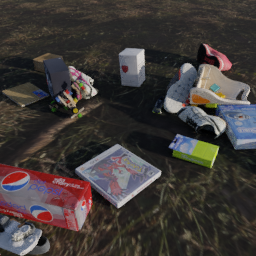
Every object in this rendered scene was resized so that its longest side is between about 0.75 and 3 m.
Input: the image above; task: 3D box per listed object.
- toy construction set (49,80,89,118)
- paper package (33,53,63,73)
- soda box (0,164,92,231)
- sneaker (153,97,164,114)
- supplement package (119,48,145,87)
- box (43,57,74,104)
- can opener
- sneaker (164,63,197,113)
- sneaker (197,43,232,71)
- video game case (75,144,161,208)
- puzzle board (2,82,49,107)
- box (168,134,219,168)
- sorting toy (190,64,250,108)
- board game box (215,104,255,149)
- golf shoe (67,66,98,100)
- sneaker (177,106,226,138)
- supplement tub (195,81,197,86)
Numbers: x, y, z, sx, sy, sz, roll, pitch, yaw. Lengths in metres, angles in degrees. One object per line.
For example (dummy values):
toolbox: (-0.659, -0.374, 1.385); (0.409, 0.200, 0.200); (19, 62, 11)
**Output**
toy construction set: (-2.290, -1.122, 12.083); (1.659, 1.275, 1.384); (-46, 9, -26)
paper package: (-4.542, -3.713, 16.009); (1.211, 0.657, 1.271); (19, 40, 24)
soda box: (-2.560, 1.882, 7.787); (2.985, 0.946, 1.045); (10, 37, 12)
sneaker: (1.345, -1.004, 12.313); (0.400, 0.438, 1.082); (12, 39, 10)
supplement package: (0.226, -3.064, 14.165); (1.001, 1.650, 0.988); (10, 36, 22)
box: (-3.269, -2.228, 13.099); (0.896, 1.567, 1.721); (-15, 37, -20)
can opener: (-3.224, 2.629, 6.967); (2.705, 0.899, 0.712); (7, 33, 25)
sneaker: (2.303, -1.689, 13.025); (1.143, 1.214, 2.966); (39, 57, -11)
sneaker: (5.032, -4.058, 16.451); (1.206, 1.025, 2.781); (0, 39, -20)
video game case: (-0.333, 1.423, 9.027); (1.900, 0.240, 2.086); (-30, 44, -35)
puzzle board: (-4.923, -1.624, 13.479); (1.935, 0.168, 1.458); (30, 44, 35)
box: (2.296, 0.786, 9.854); (1.547, 0.369, 0.944); (17, 38, 22)
sorting toy: (4.057, -1.564, 12.199); (2.378, 1.411, 2.642); (10, 37, 18)
board game box: (5.004, -0.129, 11.016); (2.411, 0.523, 2.399); (-2, 36, -2)
golf shoe: (-2.343, -2.226, 13.737); (1.190, 0.938, 2.584); (-12, 45, -23)
sneaker: (2.746, -0.235, 10.917); (1.998, 0.756, 0.876); (21, 44, 29)
supplement tub: (3.809, -2.306, 13.902); (0.768, 0.768, 1.063); (12, 38, 17)
